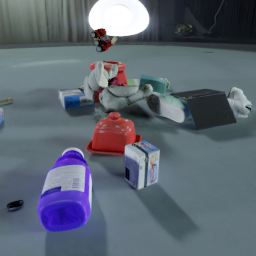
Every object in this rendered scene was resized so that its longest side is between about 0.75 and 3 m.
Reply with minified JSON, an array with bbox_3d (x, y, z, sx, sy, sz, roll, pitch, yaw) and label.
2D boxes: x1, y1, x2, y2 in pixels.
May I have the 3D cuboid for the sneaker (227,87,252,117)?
[{"bbox_3d":[5.089,-1.081,12.963,1.176,1.006,2.701,16,35,19],"label":"sneaker"}]

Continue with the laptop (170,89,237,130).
[{"bbox_3d":[3.208,-0.891,12.139,1.999,1.237,2.135,-9,17,-19],"label":"laptop"}]

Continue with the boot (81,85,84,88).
[{"bbox_3d":[-2.342,-2.489,16.950,1.012,0.372,0.484,2,28,6],"label":"boot"}]

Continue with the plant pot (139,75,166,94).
[{"bbox_3d":[1.368,-2.331,15.828,1.463,1.034,1.033,8,22,2],"label":"plant pot"}]

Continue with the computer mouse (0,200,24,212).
[{"bbox_3d":[-2.941,1.869,6.424,1.093,0.186,0.320,-19,28,-40],"label":"computer mouse"}]

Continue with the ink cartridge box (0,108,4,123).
[{"bbox_3d":[-5.768,-0.328,11.347,1.002,0.561,1.469,-3,20,-7],"label":"ink cartridge box"}]

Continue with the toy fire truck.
[{"bbox_3d":[-1.063,-4.307,13.412,1.242,1.094,0.799,-16,18,20],"label":"toy fire truck"}]

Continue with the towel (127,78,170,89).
[{"bbox_3d":[1.217,-2.806,17.882,2.708,0.416,2.020,-2,20,0],"label":"towel"}]

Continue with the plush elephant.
[{"bbox_3d":[-0.834,-1.846,12.517,2.842,2.200,2.341,-29,8,-33],"label":"plush elephant"}]

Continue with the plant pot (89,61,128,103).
[{"bbox_3d":[-1.033,-2.521,14.998,2.154,1.961,2.154,1,21,-1],"label":"plant pot"}]

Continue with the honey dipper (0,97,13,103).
[{"bbox_3d":[-6.827,-1.244,13.910,0.425,0.425,2.239,18,25,38],"label":"honey dipper"}]

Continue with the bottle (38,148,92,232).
[{"bbox_3d":[-1.446,1.320,6.848,1.106,0.864,2.647,-8,22,-4],"label":"bottle"}]

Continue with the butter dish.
[{"bbox_3d":[-0.446,0.083,9.405,1.700,1.260,1.704,3,23,10],"label":"butter dish"}]

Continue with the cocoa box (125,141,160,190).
[{"bbox_3d":[0.364,0.974,7.492,0.679,1.034,0.690,-13,27,-31],"label":"cocoa box"}]

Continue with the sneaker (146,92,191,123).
[{"bbox_3d":[2.060,-1.073,12.685,1.509,0.942,2.558,-21,38,-33],"label":"sneaker"}]

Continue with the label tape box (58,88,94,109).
[{"bbox_3d":[-2.758,-1.664,14.520,1.523,0.668,2.112,-9,24,-21],"label":"label tape box"}]

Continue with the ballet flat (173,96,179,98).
[{"bbox_3d":[2.077,-1.186,13.684,1.645,0.611,0.611,-20,29,-36],"label":"ballet flat"}]
